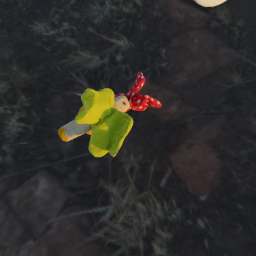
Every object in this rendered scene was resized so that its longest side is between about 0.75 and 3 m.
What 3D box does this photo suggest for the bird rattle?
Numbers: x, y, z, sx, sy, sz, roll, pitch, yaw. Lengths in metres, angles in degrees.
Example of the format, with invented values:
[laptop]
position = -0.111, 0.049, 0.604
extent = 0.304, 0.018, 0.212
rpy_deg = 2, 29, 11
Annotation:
[bird rattle]
position = -0.486, -0.388, 5.751
extent = 1.808, 1.249, 2.218
rpy_deg = -21, 19, 30

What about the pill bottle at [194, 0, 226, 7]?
[pill bottle]
position = 1.429, -3.922, 6.303
extent = 1.400, 1.400, 2.448
rpy_deg = -21, 53, -9
